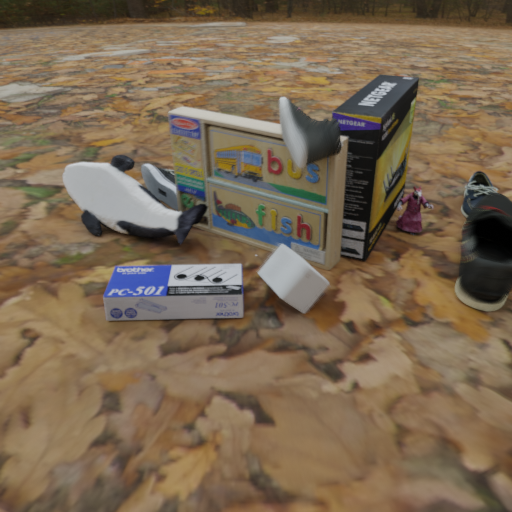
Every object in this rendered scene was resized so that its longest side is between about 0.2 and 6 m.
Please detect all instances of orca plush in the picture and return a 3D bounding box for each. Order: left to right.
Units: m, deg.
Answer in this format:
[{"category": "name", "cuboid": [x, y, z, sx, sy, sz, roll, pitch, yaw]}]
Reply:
[{"category": "orca plush", "cuboid": [-2.594, -1.205, 12.374, 3.444, 1.812, 1.224, 8, -1, 20]}]

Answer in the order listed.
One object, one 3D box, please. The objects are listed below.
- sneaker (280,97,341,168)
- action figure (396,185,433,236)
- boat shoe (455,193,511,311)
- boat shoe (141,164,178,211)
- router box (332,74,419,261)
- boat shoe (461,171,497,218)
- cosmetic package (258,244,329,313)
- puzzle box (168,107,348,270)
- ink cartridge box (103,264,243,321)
[{"category": "sneaker", "cuboid": [0.927, -2.180, 9.569, 0.870, 0.620, 1.755, -12, 48, -5]}, {"category": "action figure", "cuboid": [3.456, -1.036, 12.147, 0.728, 1.086, 0.809, 15, 28, 17]}, {"category": "boat shoe", "cuboid": [4.524, -0.360, 10.580, 1.223, 1.047, 3.342, 16, 38, 19]}, {"category": "boat shoe", "cuboid": [-2.126, -1.784, 13.816, 0.697, 0.753, 2.040, -24, 37, -30]}, {"category": "router box", "cuboid": [2.525, -2.046, 12.051, 0.977, 2.941, 3.741, 12, 32, 21]}, {"category": "boat shoe", "cuboid": [5.334, -1.430, 13.311, 0.773, 0.638, 2.065, 11, 31, 18]}, {"category": "cosmetic package", "cuboid": [0.636, 0.385, 9.690, 0.714, 0.710, 0.853, 35, 7, -39]}, {"category": "puzzle box", "cuboid": [-0.059, -1.429, 11.279, 3.913, 2.603, 0.497, 18, 35, 30]}, {"category": "ink cartridge box", "cuboid": [-1.377, 0.618, 9.757, 2.302, 0.509, 1.082, -1, 28, -1]}]
